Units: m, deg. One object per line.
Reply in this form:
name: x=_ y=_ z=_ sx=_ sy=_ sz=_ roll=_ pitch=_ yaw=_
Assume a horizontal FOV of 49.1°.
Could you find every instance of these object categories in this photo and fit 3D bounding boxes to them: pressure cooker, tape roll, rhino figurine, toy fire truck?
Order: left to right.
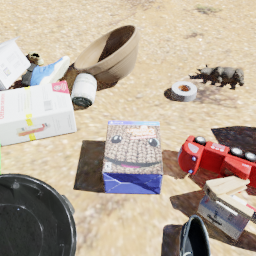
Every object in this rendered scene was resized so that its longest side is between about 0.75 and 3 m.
pressure cooker: x=-2.008 y=2.000 z=4.904 sx=2.133 sy=2.426 sz=2.167 roll=10 pitch=65 yaw=-14
tape roll: x=1.979 y=-1.295 z=9.931 sx=0.889 sy=0.294 sz=0.889 roll=0 pitch=43 yaw=0
rhino figurine: x=3.477 y=-2.046 z=10.556 sx=1.843 sy=0.551 sz=0.806 roll=15 pitch=34 yaw=18
toy fire truck: x=2.389 y=1.263 z=6.549 sx=2.850 sy=0.695 sz=2.010 roll=20 pitch=35 yaw=20

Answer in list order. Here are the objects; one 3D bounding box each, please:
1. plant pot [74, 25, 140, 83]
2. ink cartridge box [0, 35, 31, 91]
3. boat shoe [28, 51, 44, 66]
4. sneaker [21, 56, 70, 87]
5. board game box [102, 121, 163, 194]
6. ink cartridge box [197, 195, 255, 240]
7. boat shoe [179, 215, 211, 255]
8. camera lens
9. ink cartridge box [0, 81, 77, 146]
plant pot: x=-0.558 y=-2.509 z=10.226 sx=2.613 sy=1.206 sz=2.613 roll=-25 pitch=34 yaw=18
ink cartridge box: x=-4.696 y=-2.049 z=9.624 sx=2.350 sy=0.985 sz=2.063 roll=-8 pitch=38 yaw=26
boat shoe: x=-3.884 y=-3.014 z=11.732 sx=0.438 sy=0.378 sz=1.200 roll=-23 pitch=47 yaw=-23
sneaker: x=-3.092 y=-2.147 z=10.392 sx=1.199 sy=0.827 sz=2.155 roll=22 pitch=52 yaw=4
board game box: x=0.133 y=0.725 z=7.299 sx=1.435 sy=0.871 sz=1.799 roll=1 pitch=43 yaw=1
ink cartridge box: x=2.220 y=1.880 z=6.374 sx=1.031 sy=0.432 sz=0.744 roll=33 pitch=52 yaw=30
boat shoe: x=1.326 y=2.648 z=5.413 sx=0.730 sy=0.603 sz=1.949 roll=8 pitch=43 yaw=8
camera lens: x=-1.463 y=-1.225 z=9.350 sx=0.762 sy=0.762 sz=0.952 roll=4 pitch=65 yaw=4
ink cartridge box: x=-2.843 y=-0.496 z=8.580 sx=2.234 sy=0.932 sz=1.621 roll=-11 pitch=44 yaw=-12
